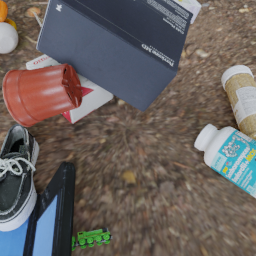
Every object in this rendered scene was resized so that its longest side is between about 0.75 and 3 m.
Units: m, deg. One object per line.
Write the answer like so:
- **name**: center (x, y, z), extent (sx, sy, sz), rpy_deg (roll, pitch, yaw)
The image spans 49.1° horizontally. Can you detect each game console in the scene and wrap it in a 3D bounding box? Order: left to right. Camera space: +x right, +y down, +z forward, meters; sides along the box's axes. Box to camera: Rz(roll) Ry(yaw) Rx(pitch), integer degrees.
- **game console**: center (-1.999, 2.090, 4.286), extent (1.635, 2.471, 2.810), rpy_deg (16, 47, -24)

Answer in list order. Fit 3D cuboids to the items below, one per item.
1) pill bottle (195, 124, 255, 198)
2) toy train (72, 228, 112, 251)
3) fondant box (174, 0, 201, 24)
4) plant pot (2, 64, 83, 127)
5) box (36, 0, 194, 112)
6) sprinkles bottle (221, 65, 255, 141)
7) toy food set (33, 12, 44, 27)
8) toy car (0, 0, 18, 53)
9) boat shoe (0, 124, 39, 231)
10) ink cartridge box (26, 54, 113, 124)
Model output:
- **pill bottle**: center (2.298, 0.627, 5.855), extent (1.766, 0.978, 0.978), rpy_deg (35, 59, 27)
- **toy train**: center (-0.794, 2.057, 5.187), extent (0.990, 0.206, 0.279), rpy_deg (-9, 41, -8)
- **fondant box**: center (1.106, -4.600, 9.845), extent (2.452, 0.714, 1.769), rpy_deg (-2, 49, -27)
- **plant pot**: center (-1.739, -0.767, 6.043), extent (1.255, 1.291, 1.291), rpy_deg (-11, 49, 14)
- **box**: center (-0.179, -2.387, 6.865), extent (2.958, 1.540, 2.694), rpy_deg (30, 49, -10)
- **sprinkles bottle**: center (2.979, -0.555, 6.949), extent (0.788, 0.788, 2.311), rpy_deg (-1, 50, -1)
- **toy food set**: center (-1.946, -3.874, 9.748), extent (2.345, 0.708, 1.682), rpy_deg (-21, 54, -17)
- **toy car**: center (-4.672, -3.188, 8.514), extent (2.324, 1.742, 2.033), rpy_deg (-31, 58, -23)
- **boat shoe**: center (-2.259, 0.820, 5.549), extent (0.866, 0.802, 2.347), rpy_deg (-9, 41, 4)
- **ink cartridge box**: center (-1.546, -1.254, 7.462), extent (1.425, 0.805, 1.941), rpy_deg (-37, 62, -26)
